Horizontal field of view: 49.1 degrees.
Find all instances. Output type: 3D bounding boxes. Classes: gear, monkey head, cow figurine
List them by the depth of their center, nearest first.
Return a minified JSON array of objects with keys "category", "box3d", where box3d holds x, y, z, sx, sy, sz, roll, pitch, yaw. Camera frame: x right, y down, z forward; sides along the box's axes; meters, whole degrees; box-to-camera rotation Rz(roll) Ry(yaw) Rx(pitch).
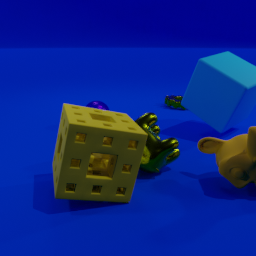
[{"category":"monkey head","box3d":[1.976,0.369,4.499,1.621,1.166,0.977,7,28,9]},{"category":"cow figurine","box3d":[0.031,0.354,5.283,1.484,0.828,1.508,-32,55,-7]},{"category":"gear","box3d":[1.968,-0.947,10.208,1.255,0.232,1.255,5,18,-2]}]

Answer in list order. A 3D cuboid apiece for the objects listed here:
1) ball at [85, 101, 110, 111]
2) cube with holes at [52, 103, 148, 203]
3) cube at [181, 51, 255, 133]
[{"category":"ball","box3d":[-0.857,-0.371,7.679,0.756,0.756,0.756,0,17,0]},{"category":"cube with holes","box3d":[-0.510,0.360,4.364,1.102,1.102,1.102,9,15,-19]},{"category":"cube","box3d":[2.452,-0.946,7.115,1.364,1.364,1.364,-23,52,-38]}]
